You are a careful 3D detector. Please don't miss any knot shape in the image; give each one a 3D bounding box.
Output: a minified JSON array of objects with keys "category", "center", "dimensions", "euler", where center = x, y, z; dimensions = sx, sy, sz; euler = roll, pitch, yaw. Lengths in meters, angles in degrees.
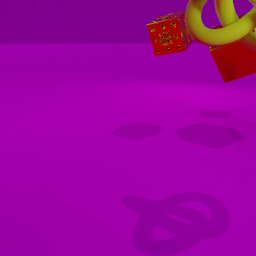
[{"category":"knot shape","center":[1.924,-2.102,4.552],"dimensions":[1.827,1.710,0.844],"euler":[26,48,11]}]

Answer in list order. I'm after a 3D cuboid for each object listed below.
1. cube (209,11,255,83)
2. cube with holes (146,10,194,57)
[{"category":"cube","center":[3.271,-2.384,8.377],"dimensions":[1.292,1.292,1.292],"euler":[-17,41,30]},{"category":"cube with holes","center":[1.332,-2.945,8.710],"dimensions":[1.002,1.002,1.002],"euler":[-1,32,32]}]
